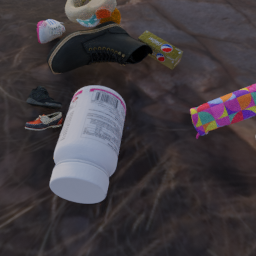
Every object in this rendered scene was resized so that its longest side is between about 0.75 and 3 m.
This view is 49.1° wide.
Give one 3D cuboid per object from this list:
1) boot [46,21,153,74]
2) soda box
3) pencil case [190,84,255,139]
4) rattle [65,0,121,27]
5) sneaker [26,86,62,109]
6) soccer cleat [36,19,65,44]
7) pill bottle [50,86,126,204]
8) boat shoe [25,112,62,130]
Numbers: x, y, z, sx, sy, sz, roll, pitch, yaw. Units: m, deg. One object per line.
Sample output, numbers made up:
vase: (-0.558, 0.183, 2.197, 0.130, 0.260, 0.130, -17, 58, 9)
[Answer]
boot: (-0.880, -2.327, 8.855, 2.914, 1.129, 2.015, -37, 55, -18)
soda box: (1.077, -2.704, 9.679, 1.560, 0.499, 0.528, 35, 65, 16)
pencil case: (2.607, -0.448, 7.414, 1.978, 0.874, 0.874, -22, 51, 14)
rattle: (-0.788, -3.372, 8.923, 1.938, 2.126, 2.977, -25, 47, -9)
sneaker: (-2.444, -0.928, 8.359, 1.151, 0.440, 0.659, 12, 82, 19)
soccer cleat: (-2.762, -3.569, 10.161, 0.864, 0.699, 2.001, 0, 32, -4)
pill bottle: (-0.926, 0.358, 6.819, 1.484, 1.484, 2.617, 6, 52, 5)
boat shoe: (-2.265, -0.189, 7.607, 0.425, 0.373, 1.193, 21, 20, 30)
